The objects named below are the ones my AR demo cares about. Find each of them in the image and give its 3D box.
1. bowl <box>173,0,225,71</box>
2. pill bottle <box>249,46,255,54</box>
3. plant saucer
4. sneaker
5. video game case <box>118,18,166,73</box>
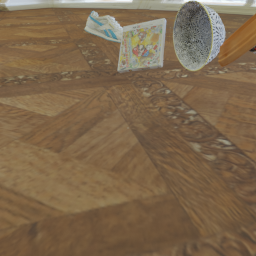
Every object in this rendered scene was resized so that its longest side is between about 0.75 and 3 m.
[{"bbox_3d":[2.243,-2.763,8.351,0.927,1.976,1.976,-14,32,-20],"label":"bowl"},{"bbox_3d":[4.058,-2.836,9.116,1.030,0.597,0.597,22,17,-31],"label":"pill bottle"},{"bbox_3d":[2.738,-2.163,5.960,0.394,2.103,2.103,48,38,-3],"label":"plant saucer"},{"bbox_3d":[-0.628,-3.803,10.754,2.105,0.850,0.805,22,18,7],"label":"sneaker"},{"bbox_3d":[0.303,-1.828,6.239,1.049,1.153,0.132,-1,-16,27],"label":"video game case"}]
